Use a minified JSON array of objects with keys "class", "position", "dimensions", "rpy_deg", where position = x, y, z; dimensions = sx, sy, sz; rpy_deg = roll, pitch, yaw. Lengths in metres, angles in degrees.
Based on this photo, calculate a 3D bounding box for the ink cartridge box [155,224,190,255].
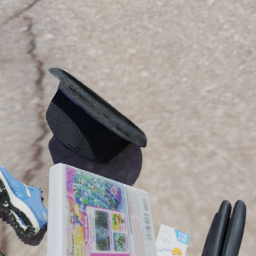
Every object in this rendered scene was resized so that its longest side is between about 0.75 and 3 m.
[{"class":"ink cartridge box","position":[0.782,2.585,5.595],"dimensions":[0.624,0.368,1.084],"rpy_deg":[18,61,11]}]

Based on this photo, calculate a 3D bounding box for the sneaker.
[{"class":"sneaker","position":[-2.342,1.498,6.069],"dimensions":[1.741,0.684,0.776],"rpy_deg":[47,26,12]}]

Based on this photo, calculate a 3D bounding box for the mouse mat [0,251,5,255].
[{"class":"mouse mat","position":[-2.339,2.041,4.164],"dimensions":[0.989,0.037,0.796],"rpy_deg":[37,52,13]}]

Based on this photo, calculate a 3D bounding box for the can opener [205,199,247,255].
[{"class":"can opener","position":[1.765,2.523,5.287],"dimensions":[0.805,0.999,2.540],"rpy_deg":[-17,42,42]}]

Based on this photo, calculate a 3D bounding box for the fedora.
[{"class":"fedora","position":[-0.937,-0.116,6.382],"dimensions":[2.788,2.788,1.273],"rpy_deg":[39,94,21]}]

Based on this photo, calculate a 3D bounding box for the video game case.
[{"class":"video game case","position":[-0.243,2.123,4.411],"dimensions":[0.321,2.465,2.708],"rpy_deg":[-24,56,28]}]
